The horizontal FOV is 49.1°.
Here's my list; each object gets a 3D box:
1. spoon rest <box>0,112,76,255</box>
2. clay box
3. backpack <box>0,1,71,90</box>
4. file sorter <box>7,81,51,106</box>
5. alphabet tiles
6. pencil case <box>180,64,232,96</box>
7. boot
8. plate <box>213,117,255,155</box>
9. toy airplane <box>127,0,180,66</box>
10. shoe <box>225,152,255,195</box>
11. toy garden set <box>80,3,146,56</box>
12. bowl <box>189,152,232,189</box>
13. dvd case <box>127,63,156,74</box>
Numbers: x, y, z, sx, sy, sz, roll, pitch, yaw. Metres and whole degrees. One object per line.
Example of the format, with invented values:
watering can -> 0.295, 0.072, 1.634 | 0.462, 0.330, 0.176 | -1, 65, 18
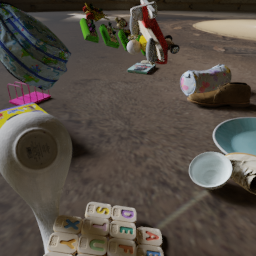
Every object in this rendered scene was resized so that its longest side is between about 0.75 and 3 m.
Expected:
spoon rest -> -1.366, 0.929, 4.468 | 1.205, 2.426, 0.735 | -11, -7, -24
clay box -> -2.722, 0.045, 7.607 | 1.391, 0.576, 2.421 | -21, 33, -33
backpack -> -1.633, -1.308, 4.576 | 1.138, 1.481, 1.208 | -30, -17, 17
file sorter -> -3.575, -1.356, 10.126 | 0.842, 0.760, 1.212 | 16, 32, 29
alphabet tiles -> -0.318, 1.839, 4.274 | 1.793, 0.134, 1.833 | 11, 27, -3
pencil case -> 3.061, -1.879, 10.923 | 2.122, 0.962, 0.882 | -17, 34, -28
boot -> 3.179, -1.212, 9.800 | 2.192, 0.827, 0.807 | -1, 29, 0
plate -> 3.636, 0.492, 6.984 | 2.965, 0.379, 2.965 | 0, 26, 0
toy airplane -> 0.490, -2.532, 7.689 | 1.283, 1.811, 1.819 | -31, 4, 12
shoe -> 2.736, 1.027, 5.549 | 1.959, 0.685, 0.523 | 23, 19, 34
toy garden set -> -0.345, -3.285, 9.147 | 2.404, 0.480, 2.004 | 7, 43, -27
bowl -> 1.753, 0.963, 5.894 | 0.871, 0.392, 0.871 | -14, 44, 14
dvd case -> 0.691, -2.975, 13.917 | 1.030, 0.155, 1.412 | 11, 29, 20
